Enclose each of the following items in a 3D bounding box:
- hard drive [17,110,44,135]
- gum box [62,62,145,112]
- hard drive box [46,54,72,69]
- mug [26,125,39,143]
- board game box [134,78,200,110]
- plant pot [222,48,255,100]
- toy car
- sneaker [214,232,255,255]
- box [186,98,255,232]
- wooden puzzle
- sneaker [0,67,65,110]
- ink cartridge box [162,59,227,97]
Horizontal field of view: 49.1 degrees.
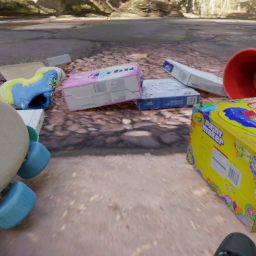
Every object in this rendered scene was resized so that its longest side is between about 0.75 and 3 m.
[{"bbox_3d":[-3.831,-0.057,8.062,2.534,0.338,1.671,-4,26,-7],"label":"hard drive"},{"bbox_3d":[-0.753,-1.487,9.726,2.678,0.885,1.520,-9,27,7],"label":"gum box"},{"bbox_3d":[-3.431,-3.205,13.818,1.100,0.423,0.858,-21,1,-20],"label":"hard drive box"},{"bbox_3d":[-2.520,0.469,6.601,0.806,0.607,0.981,1,50,-18],"label":"mug"},{"bbox_3d":[1.226,-1.321,10.472,2.172,0.471,2.161,-5,26,-10],"label":"board game box"},{"bbox_3d":[4.696,-1.791,10.071,1.729,1.954,1.954,-6,24,-38],"label":"plant pot"},{"bbox_3d":[-3.206,0.694,5.040,2.493,2.298,2.205,-26,31,17],"label":"toy car"},{"bbox_3d":[1.354,1.954,3.428,0.778,0.818,2.064,10,26,22],"label":"sneaker"},{"bbox_3d":[2.812,0.490,5.668,2.308,1.462,2.396,-7,27,-16],"label":"box"},{"bbox_3d":[-4.498,-2.353,12.628,2.052,0.513,2.215,-16,35,-28],"label":"wooden puzzle"},{"bbox_3d":[-2.985,-1.271,9.999,1.543,1.112,2.937,28,39,20],"label":"sneaker"},{"bbox_3d":[2.987,-2.007,11.498,2.552,0.518,2.547,12,22,-21],"label":"ink cartridge box"}]
